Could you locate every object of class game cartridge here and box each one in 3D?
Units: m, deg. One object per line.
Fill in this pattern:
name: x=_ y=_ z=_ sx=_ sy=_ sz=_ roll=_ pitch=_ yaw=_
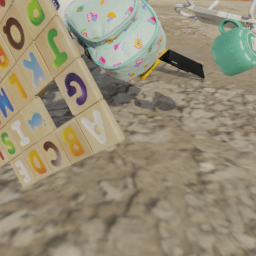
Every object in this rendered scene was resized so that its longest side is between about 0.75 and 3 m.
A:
game cartridge: x=0.227 y=-1.809 z=6.539 sx=1.163 sy=0.189 sz=1.025 roll=40 pitch=67 yaw=0

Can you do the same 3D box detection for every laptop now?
laptop: x=0.977 y=-1.128 z=5.242 sx=0.718 sy=0.419 sz=0.810 roll=21 pitch=-11 yaw=-14

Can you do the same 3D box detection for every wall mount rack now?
wall mount rack: x=2.826 y=-3.286 z=7.727 sx=2.814 sy=1.049 sz=2.445 roll=25 pitch=13 yaw=25

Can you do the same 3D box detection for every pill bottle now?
pill bottle: x=-1.423 y=-3.271 z=6.935 sx=1.284 sy=2.314 sz=1.284 roll=-31 pitch=-2 yaw=-1

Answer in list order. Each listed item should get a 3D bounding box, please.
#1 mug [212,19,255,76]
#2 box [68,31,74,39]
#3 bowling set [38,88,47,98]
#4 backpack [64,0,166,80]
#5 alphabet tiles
mug: x=1.770 y=-1.327 z=4.567 sx=0.537 sy=0.868 sz=0.713 roll=-16 pitch=29 yaw=50
box: x=-1.722 y=-3.804 z=9.353 sx=2.414 sy=1.209 sz=0.905 roll=-14 pitch=16 yaw=36
bowling set: x=-2.612 y=-2.003 z=5.871 sx=1.560 sy=2.906 sz=2.023 roll=3 pitch=4 yaw=-31
backpack: x=-0.215 y=-1.947 z=5.526 sx=1.617 sy=1.410 sz=1.840 roll=-39 pitch=77 yaw=5
alphabet tiles: x=-1.464 y=-0.413 z=3.544 sx=2.697 sy=2.255 sz=0.102 roll=-27 pitch=2 yaw=41
